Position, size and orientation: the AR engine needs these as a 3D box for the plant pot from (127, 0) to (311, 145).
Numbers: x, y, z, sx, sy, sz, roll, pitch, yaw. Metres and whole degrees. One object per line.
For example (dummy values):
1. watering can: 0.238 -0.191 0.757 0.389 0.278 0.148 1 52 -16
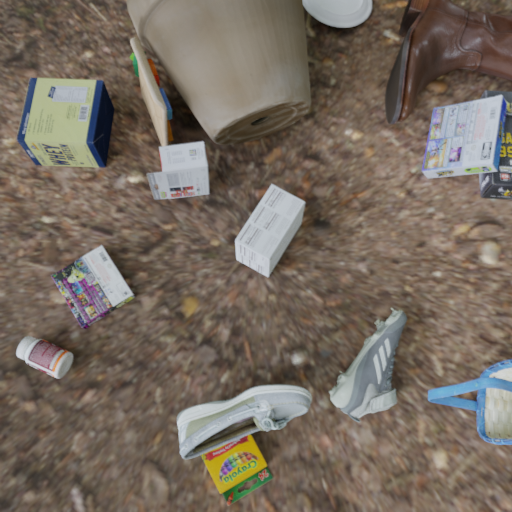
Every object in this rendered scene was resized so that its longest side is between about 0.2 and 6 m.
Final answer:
1. plant pot: -0.340 -3.385 9.356 2.986 2.986 2.591 -18 87 -6

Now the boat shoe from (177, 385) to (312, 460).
1. boat shoe: -0.154 2.266 7.668 1.942 0.716 0.623 -15 51 7

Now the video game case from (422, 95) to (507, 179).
1. video game case: 3.566 -2.017 9.606 1.208 0.303 1.333 0 67 41

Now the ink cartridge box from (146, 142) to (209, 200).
1. ink cartridge box: -1.293 -1.381 9.273 0.973 1.108 0.465 -8 73 -7

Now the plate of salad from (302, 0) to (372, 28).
1. plate of salad: 1.557 -5.069 11.086 1.494 0.359 1.494 4 70 -10

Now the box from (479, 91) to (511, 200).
1. box: 5.143 -1.876 9.773 2.397 0.579 1.899 5 70 1

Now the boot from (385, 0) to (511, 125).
1. boot: 4.199 -3.346 10.149 3.359 1.079 3.130 16 71 1

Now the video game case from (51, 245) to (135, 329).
1. video game case: -2.648 0.497 9.106 0.961 0.190 1.061 -33 73 -12

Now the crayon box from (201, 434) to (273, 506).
1. crayon box: -0.372 2.865 8.156 0.787 0.315 1.239 -29 73 -10

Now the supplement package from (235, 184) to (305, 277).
1. supplement package: 0.224 -0.388 9.057 0.635 0.892 1.145 30 72 10

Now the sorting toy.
1. sorting toy: -1.817 -2.966 9.641 0.311 1.564 2.116 -19 70 -10

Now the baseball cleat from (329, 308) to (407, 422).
1. baseball cleat: 1.901 1.701 8.513 0.942 0.617 1.770 39 84 7

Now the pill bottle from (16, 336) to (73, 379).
1. pill bottle: -3.246 1.541 8.595 0.751 0.429 0.429 23 71 8

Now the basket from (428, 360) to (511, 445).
1. basket: 3.496 2.050 7.901 1.679 1.481 1.168 12 68 -15

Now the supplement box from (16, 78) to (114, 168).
1. supplement box: -3.280 -2.315 9.786 1.282 0.861 1.283 2 70 1
